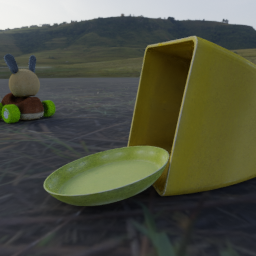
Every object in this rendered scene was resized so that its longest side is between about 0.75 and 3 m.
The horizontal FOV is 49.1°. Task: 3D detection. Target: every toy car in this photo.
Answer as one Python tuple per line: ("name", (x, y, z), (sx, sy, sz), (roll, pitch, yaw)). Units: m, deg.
("toy car", (-4.492, -1.724, 11.761), (2.098, 2.659, 2.184), (10, 16, 34))

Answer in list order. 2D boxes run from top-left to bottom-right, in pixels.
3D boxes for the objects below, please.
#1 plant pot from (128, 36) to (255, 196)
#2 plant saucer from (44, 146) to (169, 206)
("plant pot", (1.620, -0.257, 6.002), (2.362, 2.678, 2.678), (7, 11, -15))
("plant saucer", (-0.344, 0.833, 5.018), (2.236, 0.347, 2.236), (-12, 11, 2))
